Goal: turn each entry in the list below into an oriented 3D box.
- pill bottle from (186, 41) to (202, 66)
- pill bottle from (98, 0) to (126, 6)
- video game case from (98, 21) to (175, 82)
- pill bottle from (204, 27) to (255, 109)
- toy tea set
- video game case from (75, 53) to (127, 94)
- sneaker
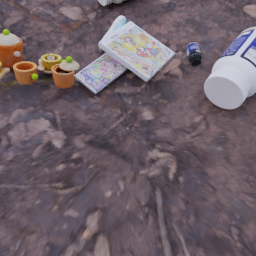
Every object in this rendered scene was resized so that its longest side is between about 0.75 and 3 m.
[{"bbox_3d":[2.163,-2.412,9.137,0.440,0.440,0.786,-2,57,-1],"label":"pill bottle"},{"bbox_3d":[-0.189,-5.541,10.742,2.106,1.220,1.220,-31,62,-19],"label":"pill bottle"},{"bbox_3d":[0.318,-2.496,8.912,1.917,0.219,1.744,38,54,7],"label":"video game case"},{"bbox_3d":[3.297,-1.724,8.092,1.401,1.401,2.421,33,62,20],"label":"pill bottle"},{"bbox_3d":[-2.868,-2.089,8.237,2.990,1.107,1.778,7,37,-1],"label":"toy tea set"},{"bbox_3d":[-0.831,-1.717,8.667,0.970,0.122,1.355,40,68,22],"label":"video game case"},{"bbox_3d":[-0.333,-3.128,9.580,0.690,0.623,1.684,27,65,2],"label":"sneaker"}]
